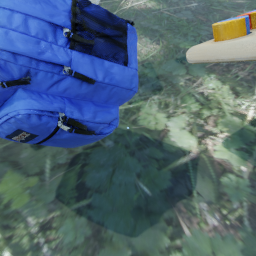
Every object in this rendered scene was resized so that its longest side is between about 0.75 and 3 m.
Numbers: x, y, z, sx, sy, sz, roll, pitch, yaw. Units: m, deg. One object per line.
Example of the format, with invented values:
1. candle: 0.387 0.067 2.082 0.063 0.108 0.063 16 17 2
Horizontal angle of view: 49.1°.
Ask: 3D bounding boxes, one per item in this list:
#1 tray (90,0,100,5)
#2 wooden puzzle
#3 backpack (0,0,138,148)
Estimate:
1. tray: -1.167 -4.124 7.316 0.297 2.678 1.438 28 89 18
2. wooden puzzle: 2.774 -2.012 5.361 2.636 0.610 2.441 -31 24 -25
3. backpack: -1.521 -1.011 4.678 2.928 2.379 2.457 16 63 -37
